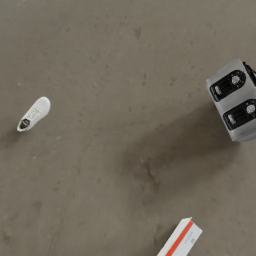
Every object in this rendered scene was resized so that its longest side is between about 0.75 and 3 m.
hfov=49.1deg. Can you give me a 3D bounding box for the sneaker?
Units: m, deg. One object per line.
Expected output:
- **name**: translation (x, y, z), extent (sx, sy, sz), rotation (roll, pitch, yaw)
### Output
- **sneaker**: translation (-2.780, -0.376, 8.281), extent (0.486, 0.512, 1.271), rotation (40, 104, -4)

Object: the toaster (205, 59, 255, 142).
- **toaster**: translation (3.317, -0.706, 7.826), extent (1.258, 2.121, 1.918), rotation (-32, 67, 34)

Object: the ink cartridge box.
- **ink cartridge box**: translation (0.994, 3.035, 6.409), extent (0.699, 2.448, 1.990), rotation (36, 78, 13)
